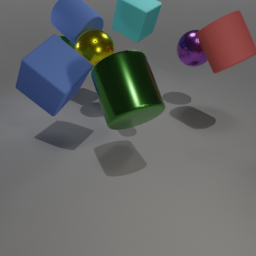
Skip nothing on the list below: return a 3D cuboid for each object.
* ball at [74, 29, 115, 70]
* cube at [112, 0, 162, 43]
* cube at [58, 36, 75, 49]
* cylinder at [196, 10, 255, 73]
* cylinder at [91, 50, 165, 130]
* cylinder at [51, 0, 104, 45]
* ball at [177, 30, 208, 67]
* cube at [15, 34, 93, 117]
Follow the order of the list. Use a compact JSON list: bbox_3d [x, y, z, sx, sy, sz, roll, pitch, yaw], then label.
[{"bbox_3d":[-1.136,-2.689,9.671,1.400,1.400,1.400,0,29,0],"label":"ball"},{"bbox_3d":[0.353,-4.758,11.910,1.400,1.400,1.400,33,48,13],"label":"cube"},{"bbox_3d":[-2.610,-3.317,11.328,0.700,0.700,0.700,6,16,38],"label":"cube"},{"bbox_3d":[3.036,-2.619,8.644,1.400,1.400,1.400,-26,4,2],"label":"cylinder"},{"bbox_3d":[-0.008,-0.851,6.579,1.400,1.400,1.400,-13,75,-22],"label":"cylinder"},{"bbox_3d":[-1.855,-3.905,10.292,1.400,1.400,1.400,43,42,10],"label":"cylinder"},{"bbox_3d":[2.629,-3.130,11.045,1.400,1.400,1.400,0,29,0],"label":"ball"},{"bbox_3d":[-2.121,-1.476,8.024,1.400,1.400,1.400,39,54,-7],"label":"cube"}]
